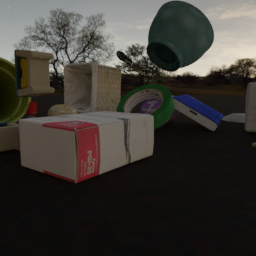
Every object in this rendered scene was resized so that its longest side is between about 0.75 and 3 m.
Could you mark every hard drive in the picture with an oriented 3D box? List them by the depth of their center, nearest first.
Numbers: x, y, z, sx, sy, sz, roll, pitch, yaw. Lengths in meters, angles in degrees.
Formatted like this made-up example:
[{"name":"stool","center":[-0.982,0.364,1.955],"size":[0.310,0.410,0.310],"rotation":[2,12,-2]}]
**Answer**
[{"name":"hard drive","center":[2.502,-0.628,9.948],"size":[1.701,0.327,2.579],"rotation":[33,19,15]}]

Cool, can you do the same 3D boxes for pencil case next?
[{"name":"pencil case","center":[1.265,-0.698,10.238],"size":[1.056,1.036,2.470],"rotation":[-42,-6,21]}]

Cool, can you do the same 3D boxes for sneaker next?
[{"name":"sneaker","center":[-0.228,-3.217,12.914],"size":[0.963,0.371,0.409],"rotation":[34,2,-36]}]

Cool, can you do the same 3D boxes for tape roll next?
[{"name":"tape roll","center":[0.528,-0.639,8.691],"size":[1.772,0.426,1.772],"rotation":[-15,43,15]}]

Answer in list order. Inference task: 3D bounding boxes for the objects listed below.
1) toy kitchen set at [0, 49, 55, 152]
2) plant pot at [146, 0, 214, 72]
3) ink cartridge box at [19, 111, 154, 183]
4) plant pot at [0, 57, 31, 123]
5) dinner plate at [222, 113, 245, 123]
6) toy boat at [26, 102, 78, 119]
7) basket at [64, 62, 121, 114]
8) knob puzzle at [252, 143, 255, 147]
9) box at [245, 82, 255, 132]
[{"name":"toy kitchen set","center":[-3.124,-0.603,5.875],"size":[1.613,2.194,2.739],"rotation":[9,12,43]},{"name":"plant pot","center":[1.823,-3.386,11.199],"size":[2.613,1.750,2.613],"rotation":[32,-18,12]},{"name":"ink cartridge box","center":[-0.656,0.201,5.068],"size":[1.485,0.839,2.027],"rotation":[7,11,38]},{"name":"plant pot","center":[-5.102,-1.098,10.065],"size":[2.422,2.422,2.227],"rotation":[-8,-1,-42]},{"name":"dinner plate","center":[4.921,-0.416,11.358],"size":[2.184,0.265,2.184],"rotation":[1,8,0]},{"name":"toy boat","center":[-2.693,-0.426,10.004],"size":[1.766,0.821,1.485],"rotation":[7,12,-9]},{"name":"basket","center":[-1.861,-2.052,14.618],"size":[2.512,2.534,2.038],"rotation":[9,10,44]},{"name":"knob puzzle","center":[3.773,0.337,6.324],"size":[1.556,0.216,1.556],"rotation":[0,8,0]},{"name":"box","center":[4.535,-0.648,8.581],"size":[1.729,1.481,1.720],"rotation":[5,10,22]}]
